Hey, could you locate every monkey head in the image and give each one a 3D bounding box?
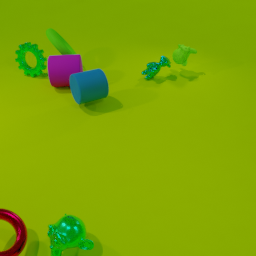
[{"bbox_3d":[-1.163,2.129,5.396,0.698,0.833,1.158,-4,17,-39],"label":"monkey head"},{"bbox_3d":[2.280,-2.941,11.367,0.906,0.759,1.259,7,30,-14],"label":"monkey head"}]

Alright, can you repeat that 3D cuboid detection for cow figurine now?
[{"bbox_3d":[1.169,-2.436,11.282,1.052,1.069,0.587,-24,77,-35],"label":"cow figurine"}]

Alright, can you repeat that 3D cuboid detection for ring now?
[{"bbox_3d":[-2.419,1.994,5.236,1.086,0.217,1.086,29,30,-19],"label":"ring"},{"bbox_3d":[-2.683,-3.367,11.520,0.346,1.729,1.729,-40,41,8],"label":"ring"}]

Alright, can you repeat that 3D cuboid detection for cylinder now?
[{"bbox_3d":[-1.319,-1.408,9.473,1.022,1.022,1.022,-18,40,-25],"label":"cylinder"},{"bbox_3d":[-2.355,-2.185,10.685,1.170,1.170,1.170,-3,37,-4],"label":"cylinder"}]

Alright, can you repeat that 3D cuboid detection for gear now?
[{"bbox_3d":[-3.926,-2.758,11.322,1.337,1.337,0.247,12,27,15],"label":"gear"}]
